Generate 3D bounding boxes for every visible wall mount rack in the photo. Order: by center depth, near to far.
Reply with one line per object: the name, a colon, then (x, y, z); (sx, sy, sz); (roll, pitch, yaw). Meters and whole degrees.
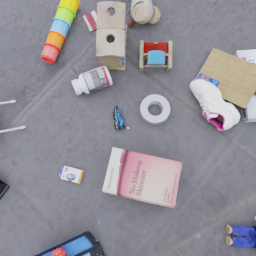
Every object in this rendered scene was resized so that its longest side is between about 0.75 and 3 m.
wall mount rack: (-5.183, -0.267, 10.957); (1.828, 0.785, 2.104); (-25, 78, -2)

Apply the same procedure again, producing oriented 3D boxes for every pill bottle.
pill bottle: (-1.455, -1.872, 11.251); (1.511, 0.837, 0.837); (-22, 78, -5)

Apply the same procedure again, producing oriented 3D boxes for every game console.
game console: (-1.862, 4.697, 9.498); (2.102, 1.243, 1.794); (-24, 77, -5)

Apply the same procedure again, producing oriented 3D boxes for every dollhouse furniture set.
dollhouse furniture set: (0.338, -3.443, 10.828); (2.887, 2.035, 2.023); (1, 87, 1)

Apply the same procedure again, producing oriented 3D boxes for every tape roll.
tape roll: (1.075, -0.728, 11.212); (1.195, 0.395, 1.195); (0, 77, 1)

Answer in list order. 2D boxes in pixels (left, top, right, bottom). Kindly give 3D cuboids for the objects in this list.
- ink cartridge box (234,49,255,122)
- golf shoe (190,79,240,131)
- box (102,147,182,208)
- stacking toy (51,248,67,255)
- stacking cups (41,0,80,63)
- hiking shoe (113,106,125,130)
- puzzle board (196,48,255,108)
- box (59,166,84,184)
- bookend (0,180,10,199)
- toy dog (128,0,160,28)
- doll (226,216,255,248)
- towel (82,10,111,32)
ink cartridge box: (5.780, -1.771, 11.326); (2.555, 0.641, 2.943); (-4, 77, 1)
golf shoe: (3.217, -0.917, 10.870); (1.104, 0.908, 2.412); (-37, 77, -31)
box: (0.496, 1.794, 10.102); (2.520, 1.373, 1.611); (12, 77, 3)
stacking toy: (-2.043, 4.762, 9.139); (0.791, 0.791, 1.853); (-20, 104, -5)
stacking cups: (-2.829, -4.140, 11.803); (0.881, 0.881, 2.913); (14, 79, 3)
hiking shoe: (-0.355, -0.409, 11.191); (0.427, 0.366, 0.984); (-5, 86, -9)
puzzle board: (4.022, -2.022, 11.195); (2.305, 0.201, 1.737); (31, 92, 25)
box: (-2.181, 1.781, 10.737); (0.868, 0.180, 0.517); (14, 77, 6)
bookend: (-5.282, 1.943, 10.033); (1.479, 1.470, 0.681); (33, 78, 6)
toy dog: (0.265, -5.484, 11.895); (1.373, 1.880, 2.850); (-20, 68, 35)
doll: (4.606, 3.871, 10.080); (1.990, 0.482, 1.358); (4, 77, 1)
towel: (-1.308, -4.794, 12.315); (1.178, 0.134, 0.848); (-26, 80, -4)
